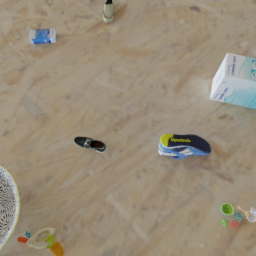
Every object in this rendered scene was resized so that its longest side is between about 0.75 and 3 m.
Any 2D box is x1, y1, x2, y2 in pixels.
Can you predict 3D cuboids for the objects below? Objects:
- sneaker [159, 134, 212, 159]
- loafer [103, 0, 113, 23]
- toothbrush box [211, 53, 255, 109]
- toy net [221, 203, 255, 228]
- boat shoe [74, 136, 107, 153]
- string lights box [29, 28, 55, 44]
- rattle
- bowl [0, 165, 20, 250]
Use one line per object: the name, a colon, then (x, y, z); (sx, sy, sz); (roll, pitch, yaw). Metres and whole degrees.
sneaker: (1.654, 0.581, 8.294); (1.635, 0.673, 0.605); (8, 45, -10)
loafer: (-0.728, -4.326, 10.214); (0.399, 0.360, 1.055); (0, 70, 0)
toothbrush box: (3.715, -1.333, 8.513); (1.998, 1.462, 0.852); (12, 69, 5)
toy net: (3.151, 2.426, 7.718); (1.172, 0.226, 0.615); (3, 58, 3)
boat shoe: (-1.154, 0.445, 8.449); (1.042, 0.352, 0.374); (16, 72, 7)
string lights box: (-3.012, -3.233, 9.863); (0.859, 0.253, 0.441); (-4, 70, -2)
rattle: (-2.334, 3.130, 7.546); (1.056, 0.754, 0.688); (-18, 37, 10)
bowl: (-3.872, 2.182, 7.293); (2.632, 1.235, 2.632); (-1, 72, 3)
